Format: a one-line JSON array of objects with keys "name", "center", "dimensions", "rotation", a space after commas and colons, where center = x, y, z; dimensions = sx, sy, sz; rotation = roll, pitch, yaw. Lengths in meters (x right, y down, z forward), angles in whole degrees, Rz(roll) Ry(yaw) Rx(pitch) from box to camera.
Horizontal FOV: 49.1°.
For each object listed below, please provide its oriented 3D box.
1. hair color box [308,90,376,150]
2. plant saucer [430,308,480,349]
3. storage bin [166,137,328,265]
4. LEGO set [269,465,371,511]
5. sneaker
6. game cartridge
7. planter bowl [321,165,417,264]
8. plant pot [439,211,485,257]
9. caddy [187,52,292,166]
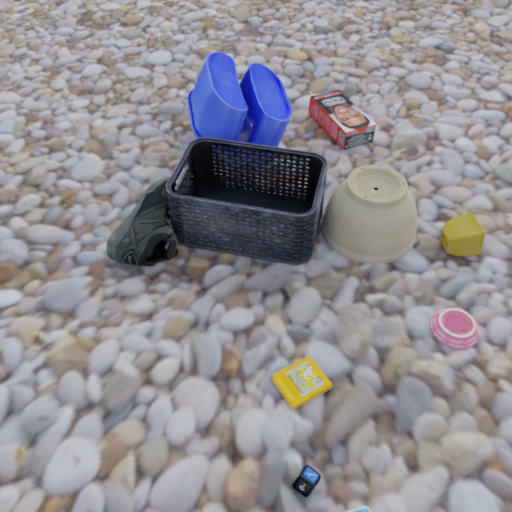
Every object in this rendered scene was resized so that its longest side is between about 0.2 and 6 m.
[{"name": "hair color box", "center": [2.020, -3.267, 13.349], "dimensions": [0.863, 0.521, 1.700], "rotation": [-18, 50, -18]}, {"name": "plant saucer", "center": [3.325, 1.168, 9.332], "dimensions": [0.810, 0.205, 0.810], "rotation": [0, 46, -1]}, {"name": "storage bin", "center": [-0.138, -1.080, 10.738], "dimensions": [2.769, 1.298, 1.872], "rotation": [9, 47, 10]}, {"name": "LEGO set", "center": [0.827, 3.881, 6.290], "dimensions": [2.308, 0.758, 3.090], "rotation": [5, 34, -38]}, {"name": "sneaker", "center": [-1.798, -0.600, 10.641], "dimensions": [1.202, 0.802, 2.098], "rotation": [18, 52, 14]}, {"name": "game cartridge", "center": [0.697, 1.943, 8.651], "dimensions": [0.731, 0.119, 0.645], "rotation": [-23, 50, -22]}, {"name": "planter bowl", "center": [2.214, -0.920, 10.618], "dimensions": [1.841, 1.239, 1.841], "rotation": [0, 47, 0]}, {"name": "plant pot", "center": [3.833, -0.357, 10.540], "dimensions": [0.638, 0.619, 0.623], "rotation": [-14, 47, -1]}, {"name": "caddy", "center": [-0.439, -3.230, 12.663], "dimensions": [2.075, 1.540, 2.935], "rotation": [8, 44, -22]}]
